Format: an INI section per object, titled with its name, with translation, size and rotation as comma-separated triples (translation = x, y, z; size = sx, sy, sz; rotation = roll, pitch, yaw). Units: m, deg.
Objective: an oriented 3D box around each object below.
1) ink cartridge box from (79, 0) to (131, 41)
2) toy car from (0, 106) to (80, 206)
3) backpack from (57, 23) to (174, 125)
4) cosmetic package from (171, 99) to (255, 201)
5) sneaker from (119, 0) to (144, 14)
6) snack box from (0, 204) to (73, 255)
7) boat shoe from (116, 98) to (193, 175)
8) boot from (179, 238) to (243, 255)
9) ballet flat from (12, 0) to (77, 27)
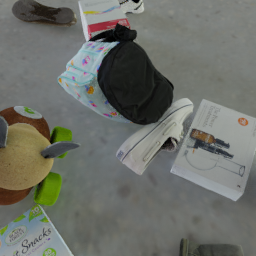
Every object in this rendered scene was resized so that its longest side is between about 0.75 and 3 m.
[ink cartridge box]
translation = -0.803, -3.388, 9.587
size = 1.339, 1.345, 1.851
rotation = -15, 58, -9
[toy car]
translation = -2.168, 0.330, 5.656
size = 2.393, 2.913, 2.298
rotation = 19, 65, -24
[backpack]
translation = -0.523, -1.301, 7.388
size = 1.872, 2.468, 2.957
rotation = -48, 39, -12
[cosmetic package]
translation = 2.415, 0.488, 7.498
size = 1.771, 0.607, 2.348
rotation = 24, 59, 12
[sneaker]
translation = -0.087, -4.850, 11.039
size = 1.437, 0.575, 0.530
rotation = -8, 58, -4
[snack box]
translation = -1.979, 2.873, 5.946
size = 1.430, 0.533, 2.011
rotation = -34, 63, -20
[boat shoe]
translation = 0.968, 0.187, 7.341
size = 0.915, 1.002, 2.786
rotation = 43, 53, 18
[boot]
translation = 1.775, 3.003, 5.964
size = 1.345, 0.488, 1.223
rotation = 13, 59, 1
[ballet flat]
translation = -3.183, -4.322, 10.720
size = 2.783, 0.645, 0.937
rotation = 13, 86, 15
